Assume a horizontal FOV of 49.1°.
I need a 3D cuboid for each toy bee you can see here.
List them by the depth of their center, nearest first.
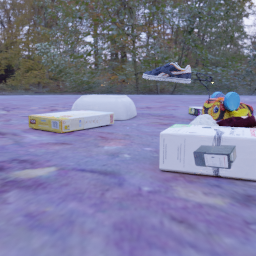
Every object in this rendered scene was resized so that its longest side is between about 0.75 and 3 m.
[{"bbox_3d":[3.034,-0.604,9.535,2.597,1.412,1.700,24,-3,-6],"label":"toy bee"}]

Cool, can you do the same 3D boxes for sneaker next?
[{"bbox_3d":[1.603,-2.295,11.444,1.973,0.784,0.774,7,15,15],"label":"sneaker"}]

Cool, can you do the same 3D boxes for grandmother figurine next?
[{"bbox_3d":[2.511,0.011,6.436,2.696,0.816,1.635,-7,-18,-26],"label":"grandmother figurine"}]

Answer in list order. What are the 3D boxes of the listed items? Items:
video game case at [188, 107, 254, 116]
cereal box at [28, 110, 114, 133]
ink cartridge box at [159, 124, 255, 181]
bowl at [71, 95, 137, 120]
[{"bbox_3d":[4.123,-0.743,12.673,2.188,0.392,1.983,-1,8,-10],"label":"video game case"},{"bbox_3d":[-1.780,-0.261,9.100,1.644,0.452,2.285,7,11,38],"label":"cereal box"},{"bbox_3d":[1.348,0.329,4.445,1.479,0.622,1.076,3,9,21],"label":"ink cartridge box"},{"bbox_3d":[-0.981,-0.929,12.095,2.581,0.963,2.577,3,9,13],"label":"bowl"}]
